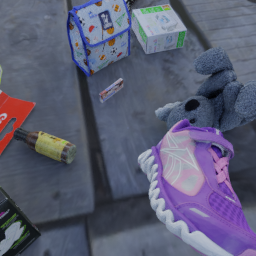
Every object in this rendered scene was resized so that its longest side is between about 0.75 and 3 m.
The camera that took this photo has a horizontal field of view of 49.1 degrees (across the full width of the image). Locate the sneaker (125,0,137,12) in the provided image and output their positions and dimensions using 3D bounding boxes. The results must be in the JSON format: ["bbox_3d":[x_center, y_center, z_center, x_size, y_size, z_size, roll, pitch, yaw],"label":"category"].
[{"bbox_3d":[-0.274,-5.627,11.719,1.261,0.826,2.184,17,57,16],"label":"sneaker"}]

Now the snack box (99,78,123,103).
[{"bbox_3d":[-0.512,-1.177,8.748,0.115,0.341,0.949,37,62,23],"label":"snack box"}]

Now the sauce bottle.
[{"bbox_3d":[-2.243,0.412,7.457,1.752,0.567,0.567,20,56,13],"label":"sauce bottle"}]

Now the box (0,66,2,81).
[{"bbox_3d":[-3.276,-1.036,5.889,1.087,0.259,0.663,-1,61,-9],"label":"box"}]

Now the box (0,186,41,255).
[{"bbox_3d":[-2.967,1.737,5.466,1.634,2.200,1.368,37,62,24],"label":"box"}]

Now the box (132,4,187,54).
[{"bbox_3d":[1.077,-3.627,10.258,1.489,0.816,1.688,-13,56,-11],"label":"box"}]

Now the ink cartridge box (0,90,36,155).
[{"bbox_3d":[-4.524,-0.418,7.987,2.865,0.718,2.324,14,55,13],"label":"ink cartridge box"}]

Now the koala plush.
[{"bbox_3d":[2.068,-0.420,7.505,2.368,2.176,2.100,-36,61,2],"label":"koala plush"}]

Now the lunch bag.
[{"bbox_3d":[-0.900,-3.034,8.958,1.859,2.186,1.354,-33,60,-23],"label":"lunch bag"}]

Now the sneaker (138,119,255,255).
[{"bbox_3d":[0.988,0.619,3.882,1.150,2.860,1.264,35,99,-16],"label":"sneaker"}]
